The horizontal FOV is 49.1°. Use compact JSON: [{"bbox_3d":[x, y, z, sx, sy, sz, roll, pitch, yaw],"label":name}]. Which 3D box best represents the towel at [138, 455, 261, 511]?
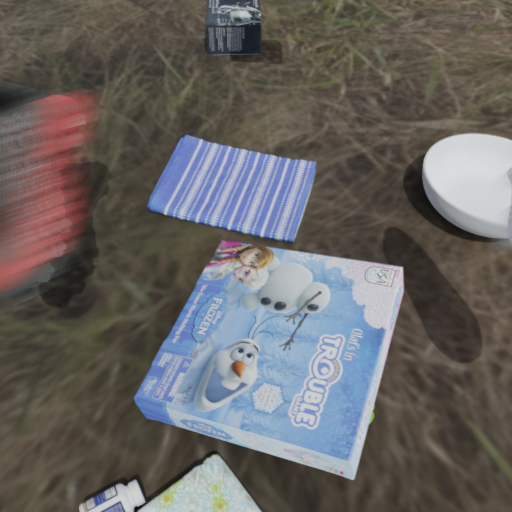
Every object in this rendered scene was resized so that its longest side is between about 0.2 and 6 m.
[{"bbox_3d":[-0.673,3.154,6.033,1.613,0.388,1.381,-31,59,-22],"label":"towel"}]

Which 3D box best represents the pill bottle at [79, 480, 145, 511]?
[{"bbox_3d":[-1.612,2.816,6.312,0.660,0.366,0.366,-24,55,-17],"label":"pill bottle"}]

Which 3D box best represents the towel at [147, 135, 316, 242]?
[{"bbox_3d":[-0.376,-1.206,9.542,2.550,0.304,1.846,13,54,10],"label":"towel"}]

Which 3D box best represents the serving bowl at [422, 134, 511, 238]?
[{"bbox_3d":[3.751,-1.040,9.101,2.201,0.724,2.201,1,48,-1],"label":"serving bowl"}]

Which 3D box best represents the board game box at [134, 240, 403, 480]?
[{"bbox_3d":[0.265,1.101,7.209,2.713,0.591,2.726,9,51,21],"label":"board game box"}]

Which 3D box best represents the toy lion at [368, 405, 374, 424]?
[{"bbox_3d":[0.983,1.960,7.036,0.941,0.337,0.982,18,54,9],"label":"toy lion"}]

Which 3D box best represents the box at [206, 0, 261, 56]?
[{"bbox_3d":[-0.493,-5.051,12.313,1.186,0.748,1.207,-1,52,-3],"label":"box"}]

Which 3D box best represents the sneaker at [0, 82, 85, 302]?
[{"bbox_3d":[-2.908,-0.876,6.611,0.991,1.370,2.805,-20,61,38],"label":"sneaker"}]

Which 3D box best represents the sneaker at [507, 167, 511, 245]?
[{"bbox_3d":[2.973,0.057,5.520,0.806,2.293,0.919,-13,19,-6],"label":"sneaker"}]
